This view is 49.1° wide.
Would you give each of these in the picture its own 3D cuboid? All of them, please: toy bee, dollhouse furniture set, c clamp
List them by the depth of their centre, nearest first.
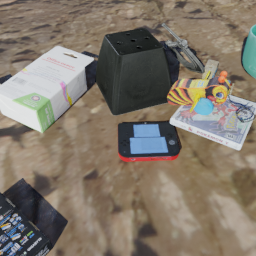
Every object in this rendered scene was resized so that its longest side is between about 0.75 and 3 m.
[{"bbox_3d":[2.333,-1.106,7.945,2.433,1.322,1.592,-2,48,8],"label":"toy bee"},{"bbox_3d":[1.787,-2.643,9.499,2.071,0.328,2.424,43,7,-9],"label":"c clamp"},{"bbox_3d":[3.141,-1.761,9.612,1.058,0.746,0.741,17,47,18],"label":"dollhouse furniture set"}]

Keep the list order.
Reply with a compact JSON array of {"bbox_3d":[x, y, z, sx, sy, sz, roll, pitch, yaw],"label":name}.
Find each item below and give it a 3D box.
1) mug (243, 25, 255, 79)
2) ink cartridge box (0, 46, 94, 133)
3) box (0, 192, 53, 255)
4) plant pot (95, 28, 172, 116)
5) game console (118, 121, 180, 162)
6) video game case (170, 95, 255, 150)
[{"bbox_3d":[5.288,-2.403,9.608,2.119,1.595,2.579,-31,50,-30],"label":"mug"},{"bbox_3d":[-2.482,-1.364,8.955,1.710,0.983,2.919,23,51,19],"label":"ink cartridge box"},{"bbox_3d":[-2.787,2.414,5.550,1.805,0.452,1.819,29,51,27],"label":"box"},{"bbox_3d":[0.158,-1.969,9.026,2.119,1.885,2.125,-14,45,-15],"label":"plant pot"},{"bbox_3d":[0.543,0.324,7.831,1.660,0.258,1.468,-1,44,-2],"label":"game console"},{"bbox_3d":[2.675,-0.443,8.499,2.069,0.261,2.270,23,45,22],"label":"video game case"}]
